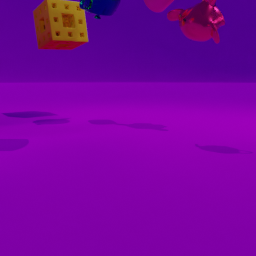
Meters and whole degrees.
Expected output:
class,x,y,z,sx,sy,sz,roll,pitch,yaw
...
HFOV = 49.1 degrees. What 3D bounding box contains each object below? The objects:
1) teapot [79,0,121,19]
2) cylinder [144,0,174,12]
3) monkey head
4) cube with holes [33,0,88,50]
class,x,y,z,sx,sy,sz,roll,pitch,yaw
teapot,-0.746,-3.459,7.706,1.107,0.872,1.781,26,32,20
cylinder,0.901,-3.625,7.487,0.748,0.748,0.748,-5,-6,-26
monkey head,1.782,-2.779,6.888,1.001,1.195,1.662,-40,58,-16
cube with holes,-2.311,-3.472,9.575,1.292,1.292,1.292,-11,7,-37
